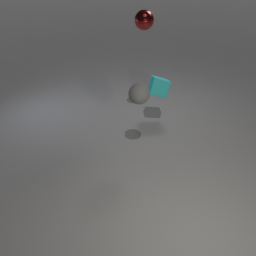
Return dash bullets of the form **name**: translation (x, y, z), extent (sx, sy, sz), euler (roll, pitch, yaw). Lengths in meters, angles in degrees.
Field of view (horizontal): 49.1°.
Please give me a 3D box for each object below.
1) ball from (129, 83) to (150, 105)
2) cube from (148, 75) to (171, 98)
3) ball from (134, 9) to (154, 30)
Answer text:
- **ball**: translation (0.366, -1.117, 9.143), extent (0.700, 0.700, 0.700), euler (0, 32, 0)
- **cube**: translation (1.250, -1.687, 11.439), extent (0.700, 0.700, 0.700), euler (13, 17, -10)
- **ball**: translation (0.582, -3.866, 10.026), extent (0.700, 0.700, 0.700), euler (0, 32, 0)
